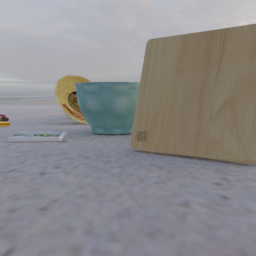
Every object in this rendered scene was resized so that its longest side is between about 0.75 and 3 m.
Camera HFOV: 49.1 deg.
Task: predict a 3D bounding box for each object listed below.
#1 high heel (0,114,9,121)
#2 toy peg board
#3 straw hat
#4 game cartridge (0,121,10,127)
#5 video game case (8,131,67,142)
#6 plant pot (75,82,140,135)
[{"bbox_3d":[-6.673,-0.536,13.915,0.639,0.448,1.330,18,2,40],"label":"high heel"},{"bbox_3d":[1.606,-0.602,6.031,2.549,2.560,1.252,3,-11,35],"label":"toy peg board"},{"bbox_3d":[-2.426,-1.073,13.385,2.864,2.864,1.212,-5,-30,-40],"label":"straw hat"},{"bbox_3d":[-5.572,-0.166,11.702,0.988,0.182,1.121,-4,8,-37],"label":"game cartridge"},{"bbox_3d":[-2.524,0.236,7.988,1.364,0.150,1.244,0,6,-5],"label":"video game case"},{"bbox_3d":[-0.505,-0.653,9.326,2.449,1.641,2.449,0,6,0],"label":"plant pot"}]
